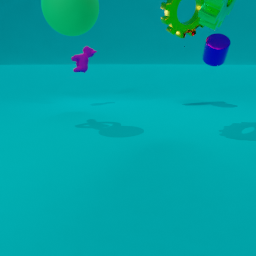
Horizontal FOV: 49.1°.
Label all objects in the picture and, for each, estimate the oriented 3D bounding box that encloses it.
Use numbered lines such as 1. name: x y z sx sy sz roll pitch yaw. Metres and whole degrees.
1. gear: 2.031 -4.112 9.681 1.883 1.883 0.348 -7 34 -25
2. gear: 2.011 -2.901 5.393 0.357 1.929 1.929 31 23 14
3. ball: -1.143 -2.428 5.591 1.126 1.126 1.126 0 14 0
4. cow figurine: -1.632 -2.587 10.643 0.977 0.993 0.545 -11 7 -28
5. cylinder: 3.152 -2.792 10.037 0.836 0.836 0.836 -2 58 3
